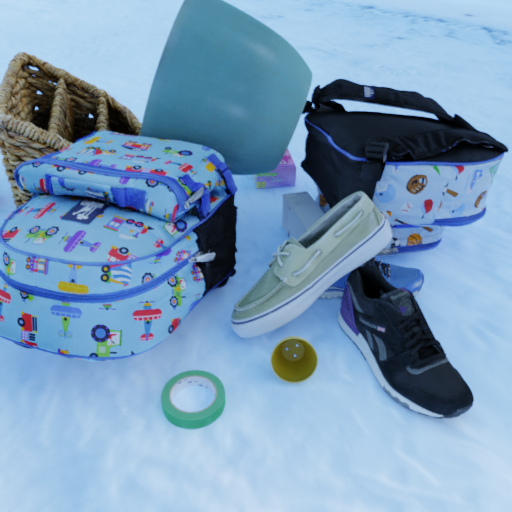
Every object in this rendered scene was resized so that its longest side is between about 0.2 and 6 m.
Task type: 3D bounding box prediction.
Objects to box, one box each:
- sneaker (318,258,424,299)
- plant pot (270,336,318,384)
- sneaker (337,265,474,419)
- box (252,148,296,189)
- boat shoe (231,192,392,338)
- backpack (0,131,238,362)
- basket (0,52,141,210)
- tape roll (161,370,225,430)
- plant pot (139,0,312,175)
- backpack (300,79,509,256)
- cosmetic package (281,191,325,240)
[{"bbox_3d":[1.887,0.287,9.968,2.194,0.978,0.862,4,36,4],"label":"sneaker"},{"bbox_3d":[0.575,1.528,8.606,0.716,0.716,0.508,1,9,2],"label":"plant pot"},{"bbox_3d":[2.166,1.191,8.504,1.054,1.219,2.783,-18,40,-23],"label":"sneaker"},{"bbox_3d":[0.397,-2.151,13.696,0.969,0.532,1.101,-5,37,-6],"label":"box"},{"bbox_3d":[0.756,0.120,9.229,3.114,0.966,1.121,-37,20,-3],"label":"boat shoe"},{"bbox_3d":[-2.366,-0.202,8.881,3.503,2.581,3.837,13,29,16],"label":"backpack"},{"bbox_3d":[-3.766,-2.583,12.243,2.830,2.954,3.965,-7,36,-9],"label":"basket"},{"bbox_3d":[-0.911,2.076,8.143,0.929,0.223,0.929,1,36,0],"label":"tape roll"},{"bbox_3d":[-0.475,-3.063,10.945,2.632,3.280,3.280,21,36,-7],"label":"plant pot"},{"bbox_3d":[2.842,-1.623,11.003,3.477,2.812,3.651,-7,37,-10],"label":"backpack"},{"bbox_3d":[1.015,-0.612,11.353,0.589,0.819,1.452,-9,35,-13],"label":"cosmetic package"}]
